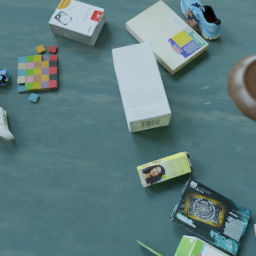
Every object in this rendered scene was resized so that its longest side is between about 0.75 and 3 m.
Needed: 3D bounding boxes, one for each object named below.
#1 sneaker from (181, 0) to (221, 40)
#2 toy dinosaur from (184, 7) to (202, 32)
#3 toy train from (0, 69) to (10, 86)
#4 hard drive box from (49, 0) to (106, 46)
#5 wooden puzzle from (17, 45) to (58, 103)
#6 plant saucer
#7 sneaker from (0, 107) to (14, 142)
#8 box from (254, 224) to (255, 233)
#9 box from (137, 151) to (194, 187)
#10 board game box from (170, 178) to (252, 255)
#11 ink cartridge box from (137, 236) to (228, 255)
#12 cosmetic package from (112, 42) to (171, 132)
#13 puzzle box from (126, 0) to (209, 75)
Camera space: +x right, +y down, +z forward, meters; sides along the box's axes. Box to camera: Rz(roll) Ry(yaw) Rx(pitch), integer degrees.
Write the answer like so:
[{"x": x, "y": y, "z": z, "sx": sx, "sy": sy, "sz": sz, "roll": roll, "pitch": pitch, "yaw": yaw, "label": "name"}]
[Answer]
[{"x": 2.871, "y": -4.458, "z": 10.691, "sx": 0.843, "sy": 0.967, "sz": 2.151, "roll": -32, "pitch": 73, "yaw": -11, "label": "sneaker"}, {"x": 2.433, "y": -4.042, "z": 10.680, "sx": 0.436, "sy": 0.689, "sz": 1.017, "roll": -32, "pitch": 73, "yaw": -8, "label": "toy dinosaur"}, {"x": -4.760, "y": -1.826, "z": 10.037, "sx": 0.968, "sy": 0.420, "sz": 0.553, "roll": 0, "pitch": 61, "yaw": 2, "label": "toy train"}, {"x": -1.902, "y": -4.070, "z": 10.712, "sx": 1.732, "sy": 0.665, "sz": 1.350, "roll": 19, "pitch": 72, "yaw": 6, "label": "hard drive box"}, {"x": -3.291, "y": -2.040, "z": 10.222, "sx": 1.424, "sy": 0.169, "sz": 2.402, "roll": -5, "pitch": 70, "yaw": -2, "label": "wooden puzzle"}, {"x": 4.990, "y": -1.509, "z": 9.849, "sx": 2.847, "sy": 0.521, "sz": 2.847, "roll": 0, "pitch": 70, "yaw": 1, "label": "plant saucer"}, {"x": -4.361, "y": -0.296, "z": 9.329, "sx": 0.752, "sy": 0.660, "sz": 1.877, "roll": -42, "pitch": 74, "yaw": -17, "label": "sneaker"}, {"x": 4.647, "y": 3.391, "z": 7.826, "sx": 1.692, "sy": 0.888, "sz": 1.556, "roll": -3, "pitch": 70, "yaw": -2, "label": "box"}, {"x": 1.163, "y": 1.279, "z": 8.768, "sx": 1.654, "sy": 0.415, "sz": 0.623, "roll": -18, "pitch": 97, "yaw": -7, "label": "box"}, {"x": 2.459, "y": 2.607, "z": 8.324, "sx": 2.091, "sy": 0.294, "sz": 1.414, "roll": 29, "pitch": 72, "yaw": 4, "label": "board game box"}, {"x": 1.454, "y": 3.260, "z": 7.430, "sx": 2.310, "sy": 1.707, "sz": 0.875, "roll": 28, "pitch": 73, "yaw": 10, "label": "ink cartridge box"}, {"x": 0.414, "y": -1.398, "z": 9.506, "sx": 1.420, "sy": 1.034, "sz": 2.794, "roll": -11, "pitch": 69, "yaw": -3, "label": "cosmetic package"}, {"x": 1.451, "y": -3.487, "z": 10.661, "sx": 1.825, "sy": 0.349, "sz": 2.743, "roll": -36, "pitch": 74, "yaw": -13, "label": "puzzle box"}]
